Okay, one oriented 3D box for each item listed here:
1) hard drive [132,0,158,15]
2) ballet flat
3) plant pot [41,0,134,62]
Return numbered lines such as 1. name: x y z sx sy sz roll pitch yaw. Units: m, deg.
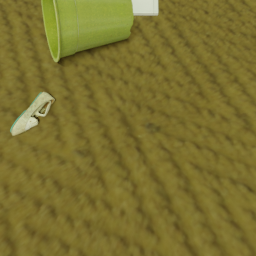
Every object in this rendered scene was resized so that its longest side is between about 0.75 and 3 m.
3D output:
1. hard drive: 0.214 -5.293 11.513 2.025 0.270 1.336 0 82 0
2. ballet flat: -2.958 -0.424 8.849 0.557 0.602 1.786 28 64 4
3. plant pot: -1.392 -3.946 9.833 2.775 2.922 2.922 -12 61 -21
